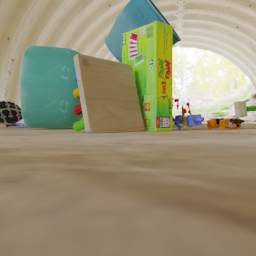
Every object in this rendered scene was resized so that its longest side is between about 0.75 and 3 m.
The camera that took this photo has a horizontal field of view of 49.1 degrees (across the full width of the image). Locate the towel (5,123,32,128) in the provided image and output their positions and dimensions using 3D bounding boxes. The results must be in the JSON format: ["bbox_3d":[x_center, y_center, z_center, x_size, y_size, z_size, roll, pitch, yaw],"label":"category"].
[{"bbox_3d":[-3.429,-0.068,9.700,1.368,0.163,0.990,3,1,32],"label":"towel"}]

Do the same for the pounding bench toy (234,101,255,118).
[{"bbox_3d":[4.126,-0.583,7.608,1.534,1.221,1.966,-1,2,-37],"label":"pounding bench toy"}]

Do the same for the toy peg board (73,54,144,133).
[{"bbox_3d":[-0.509,-0.551,5.472,0.691,1.406,1.412,-19,-12,41],"label":"toy peg board"}]

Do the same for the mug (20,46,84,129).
[{"bbox_3d":[-1.820,-1.249,7.623,1.610,2.604,2.139,3,-28,-7],"label":"mug"}]

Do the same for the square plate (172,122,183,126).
[{"bbox_3d":[1.665,-0.250,13.509,2.130,0.303,2.110,-1,2,-18],"label":"square plate"}]

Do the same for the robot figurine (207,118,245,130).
[{"bbox_3d":[2.534,-0.111,7.234,1.023,0.298,0.741,-2,2,-40],"label":"robot figurine"}]

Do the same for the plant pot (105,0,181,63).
[{"bbox_3d":[0.311,-2.741,8.260,1.732,1.843,1.843,-37,-14,21],"label":"plant pot"}]

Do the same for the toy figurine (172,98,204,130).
[{"bbox_3d":[1.329,-0.311,6.677,1.523,0.804,0.913,-2,8,-38],"label":"toy figurine"}]

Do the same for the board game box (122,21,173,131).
[{"bbox_3d":[0.404,-1.049,6.173,0.526,2.208,1.122,-1,2,-39],"label":"board game box"}]

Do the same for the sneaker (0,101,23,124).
[{"bbox_3d":[-4.503,-0.413,9.157,2.035,0.784,0.864,-9,-2,-40],"label":"sneaker"}]
